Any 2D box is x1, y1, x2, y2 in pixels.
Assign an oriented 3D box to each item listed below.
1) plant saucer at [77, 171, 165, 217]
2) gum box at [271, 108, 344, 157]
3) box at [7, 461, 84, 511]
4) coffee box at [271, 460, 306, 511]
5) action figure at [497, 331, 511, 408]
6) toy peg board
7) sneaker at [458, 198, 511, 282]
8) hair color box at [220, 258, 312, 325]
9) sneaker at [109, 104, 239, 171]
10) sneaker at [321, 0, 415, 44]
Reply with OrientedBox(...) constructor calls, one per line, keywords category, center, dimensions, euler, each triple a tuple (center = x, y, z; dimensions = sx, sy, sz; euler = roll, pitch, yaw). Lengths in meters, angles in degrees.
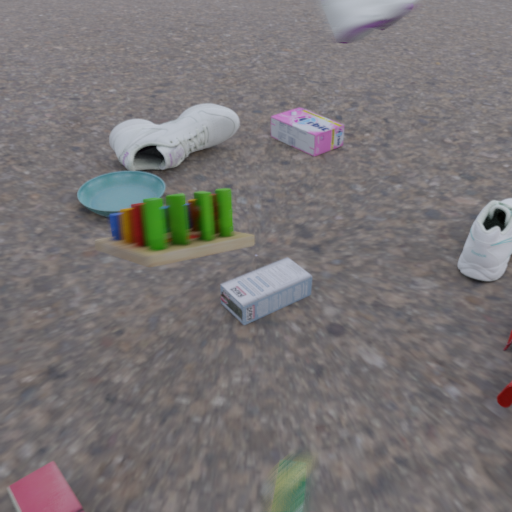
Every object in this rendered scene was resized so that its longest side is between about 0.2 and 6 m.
OrientedBox(category="plant saucer", center=(-2.740, -1.228, 11.506), dimensions=(1.767, 0.318, 1.767), euler=(0, 34, 0))
OrientedBox(category="gum box", center=(1.229, -3.154, 14.070), dimensions=(0.988, 0.576, 1.740), euler=(-26, 42, -31))
OrientedBox(category="box", center=(-2.016, 2.651, 5.594), dimensions=(0.505, 0.593, 0.927), euler=(-25, 42, -32))
OrientedBox(category="coffee box", center=(0.236, 1.899, 4.154), dimensions=(0.204, 0.929, 0.571), euler=(8, 60, 9))
OrientedBox(category="action figure", center=(4.012, 1.133, 7.731), dimensions=(0.886, 0.700, 2.709), euler=(23, 47, 23))
OrientedBox(category="toy peg board", center=(-0.966, -0.414, 6.417), dimensions=(1.365, 0.667, 1.359), euler=(-12, 16, -37))
OrientedBox(category="sneaker", center=(4.385, -0.541, 9.900), dimensions=(0.904, 1.030, 2.571), euler=(20, 38, 29))
OrientedBox(category="hair color box", center=(0.167, 0.535, 8.853), dimensions=(1.330, 0.403, 0.658), euler=(-21, 39, -29))
OrientedBox(category="sneaker", center=(-1.752, -2.589, 13.024), dimensions=(3.067, 1.148, 1.528), euler=(-17, 49, -14))
OrientedBox(category="sneaker", center=(1.638, -3.737, 8.062), dimensions=(1.961, 0.977, 0.734), euler=(-35, 5, -40))
